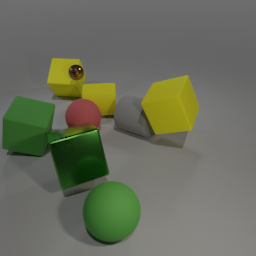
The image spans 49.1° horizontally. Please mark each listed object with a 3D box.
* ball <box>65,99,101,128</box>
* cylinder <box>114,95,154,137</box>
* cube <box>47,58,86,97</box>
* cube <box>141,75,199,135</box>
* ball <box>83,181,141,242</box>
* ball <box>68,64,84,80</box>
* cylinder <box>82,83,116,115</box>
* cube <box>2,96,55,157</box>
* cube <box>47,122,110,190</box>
[{"bbox_3d":[-1.758,-0.445,11.026,1.400,1.400,1.400,0,30,0],"label":"ball"},{"bbox_3d":[0.394,-0.487,11.071,1.400,1.400,1.400,18,35,29],"label":"cylinder"},{"bbox_3d":[-3.009,-2.478,13.928,1.400,1.400,1.400,4,71,6],"label":"cube"},{"bbox_3d":[1.518,-0.785,9.810,1.400,1.400,1.400,-8,34,33],"label":"cube"},{"bbox_3d":[-0.387,1.995,6.763,1.400,1.400,1.400,0,30,0],"label":"ball"},{"bbox_3d":[-2.296,-2.460,12.408,0.700,0.700,0.700,0,30,0],"label":"ball"},{"bbox_3d":[-1.233,-1.250,12.347,1.400,1.400,1.400,-2,30,-1],"label":"cylinder"},{"bbox_3d":[-3.469,-0.069,9.857,1.400,1.400,1.400,13,37,-10],"label":"cube"},{"bbox_3d":[-1.509,0.755,8.279,1.400,1.400,1.400,-16,13,-15],"label":"cube"}]
